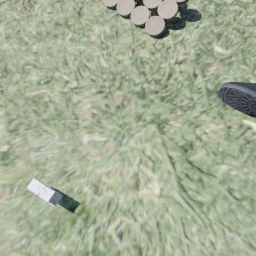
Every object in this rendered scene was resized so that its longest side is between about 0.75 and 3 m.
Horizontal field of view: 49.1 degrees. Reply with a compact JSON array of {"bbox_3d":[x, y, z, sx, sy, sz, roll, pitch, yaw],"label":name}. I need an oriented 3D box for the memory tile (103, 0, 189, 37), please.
[{"bbox_3d":[0.619,-4.561,9.667,2.715,0.228,2.081,40,97,18],"label":"memory tile"}]

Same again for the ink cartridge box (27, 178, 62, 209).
[{"bbox_3d":[-1.883,1.541,6.574,0.840,0.489,0.284,26,74,20],"label":"ink cartridge box"}]

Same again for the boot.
[{"bbox_3d":[4.169,-1.520,8.215,2.127,0.847,2.580,25,63,23],"label":"boot"}]
